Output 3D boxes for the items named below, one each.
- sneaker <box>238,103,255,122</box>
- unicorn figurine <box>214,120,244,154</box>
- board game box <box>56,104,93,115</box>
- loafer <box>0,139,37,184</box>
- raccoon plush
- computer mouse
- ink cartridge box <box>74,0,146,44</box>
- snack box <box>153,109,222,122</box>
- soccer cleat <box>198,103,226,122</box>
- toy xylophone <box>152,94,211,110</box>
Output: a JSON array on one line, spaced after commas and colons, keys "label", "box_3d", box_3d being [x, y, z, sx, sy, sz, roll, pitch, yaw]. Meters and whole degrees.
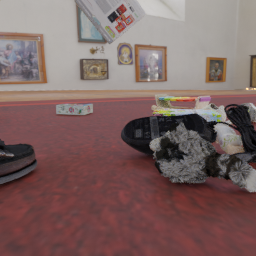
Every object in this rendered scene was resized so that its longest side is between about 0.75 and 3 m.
[{"label": "sneaker", "box_3d": [4.025, -0.559, 9.753, 0.712, 0.600, 1.627, 6, 14, 0]}, {"label": "unicorn figurine", "box_3d": [1.856, 0.173, 5.361, 1.143, 0.614, 1.664, 1, 7, -9]}, {"label": "board game box", "box_3d": [-2.249, -0.805, 11.874, 1.268, 0.408, 0.936, 3, 11, 16]}, {"label": "loafer", "box_3d": [-2.295, 0.395, 3.456, 0.911, 0.798, 2.534, 8, 13, 41]}, {"label": "raccoon plush", "box_3d": [1.009, 0.524, 4.082, 1.568, 0.759, 1.051, 34, 5, 16]}, {"label": "computer mouse", "box_3d": [1.118, 0.323, 4.906, 2.419, 0.557, 1.698, -9, 33, 1]}, {"label": "ink cartridge box", "box_3d": [-0.581, -3.813, 8.794, 1.527, 1.739, 0.729, -38, 26, 7]}, {"label": "snack box", "box_3d": [1.553, -0.202, 7.704, 1.724, 0.583, 1.454, 3, 9, 6]}, {"label": "soccer cleat", "box_3d": [2.709, -0.527, 9.481, 0.569, 0.637, 1.641, -4, 10, -23]}, {"label": "toy xylophone", "box_3d": [2.394, -1.186, 13.230, 2.762, 0.694, 2.023, 7, 12, 39]}]
